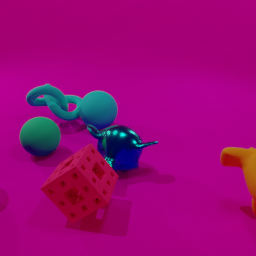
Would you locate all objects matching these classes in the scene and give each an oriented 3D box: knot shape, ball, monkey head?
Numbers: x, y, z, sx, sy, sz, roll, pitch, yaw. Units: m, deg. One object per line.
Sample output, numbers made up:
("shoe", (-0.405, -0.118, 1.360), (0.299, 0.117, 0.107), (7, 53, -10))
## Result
("knot shape", (-2.189, -0.809, 8.172), (1.651, 0.763, 1.545), (25, 4, 37))
("ball", (-2.120, 0.209, 6.798), (0.951, 0.951, 0.951), (0, 29, 0))
("monkey head", (2.220, 0.812, 4.629), (1.306, 1.816, 1.094), (3, 52, 13))
("monkey head", (-0.261, 0.452, 6.030), (1.689, 1.018, 1.215), (13, 10, 18))
("ball", (-0.824, -0.500, 7.820), (1.069, 1.069, 1.069), (0, 29, 0))

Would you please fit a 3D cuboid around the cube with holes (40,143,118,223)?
("cube with holes", (-0.836, 0.978, 5.066), (0.850, 0.850, 0.850), (-33, 14, 21))
